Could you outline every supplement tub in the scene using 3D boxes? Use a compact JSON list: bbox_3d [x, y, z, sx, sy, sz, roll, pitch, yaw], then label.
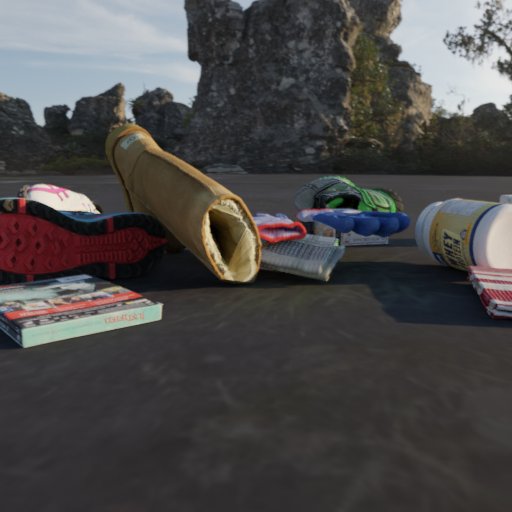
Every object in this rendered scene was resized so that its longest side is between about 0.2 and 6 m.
[{"bbox_3d":[3.262,-0.301,8.512,1.083,1.083,1.500,-4,11,-23],"label":"supplement tub"}]

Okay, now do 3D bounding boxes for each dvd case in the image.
[{"bbox_3d":[-2.202,0.542,6.337,1.478,0.223,2.024,-8,14,-39],"label":"dvd case"}]

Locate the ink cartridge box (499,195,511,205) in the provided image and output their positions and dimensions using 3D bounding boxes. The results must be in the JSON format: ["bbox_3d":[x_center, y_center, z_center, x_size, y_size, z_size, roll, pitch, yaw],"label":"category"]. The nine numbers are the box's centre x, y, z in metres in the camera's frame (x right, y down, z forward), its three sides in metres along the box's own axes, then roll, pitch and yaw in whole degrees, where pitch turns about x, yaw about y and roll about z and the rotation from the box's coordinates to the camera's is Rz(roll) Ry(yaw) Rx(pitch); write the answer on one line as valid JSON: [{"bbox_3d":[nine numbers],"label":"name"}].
[{"bbox_3d":[5.757,-0.751,11.386,1.281,0.940,0.935,-2,11,-9],"label":"ink cartridge box"}]

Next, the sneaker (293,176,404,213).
[{"bbox_3d":[1.964,-1.296,13.623,1.335,1.222,3.133,-8,14,-36],"label":"sneaker"}]

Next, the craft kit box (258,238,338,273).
[{"bbox_3d":[0.308,-0.092,9.448,1.618,0.397,1.638,10,14,33],"label":"craft kit box"}]

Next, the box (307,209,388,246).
[{"bbox_3d":[1.891,-0.628,11.798,1.071,0.552,1.836,-3,11,-14],"label":"box"}]

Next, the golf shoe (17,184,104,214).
[{"bbox_3d":[-3.960,-0.891,11.478,1.504,1.186,3.266,-2,10,-9],"label":"golf shoe"}]

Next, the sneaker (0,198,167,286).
[{"bbox_3d":[-2.860,-0.121,7.954,2.989,1.185,1.428,5,-1,-40],"label":"sneaker"}]

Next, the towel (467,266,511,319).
[{"bbox_3d":[3.398,0.475,6.770,1.395,0.220,1.937,4,13,12],"label":"towel"}]

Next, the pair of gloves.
[{"bbox_3d":[0.849,-0.523,9.530,3.400,0.387,2.734,-4,9,-20],"label":"pair of gloves"}]

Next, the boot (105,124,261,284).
[{"bbox_3d":[-1.024,-0.424,8.561,1.046,2.769,3.162,-40,46,-12],"label":"boot"}]

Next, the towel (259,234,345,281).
[{"bbox_3d":[0.641,-0.053,8.103,1.176,0.203,1.132,13,27,17],"label":"towel"}]
